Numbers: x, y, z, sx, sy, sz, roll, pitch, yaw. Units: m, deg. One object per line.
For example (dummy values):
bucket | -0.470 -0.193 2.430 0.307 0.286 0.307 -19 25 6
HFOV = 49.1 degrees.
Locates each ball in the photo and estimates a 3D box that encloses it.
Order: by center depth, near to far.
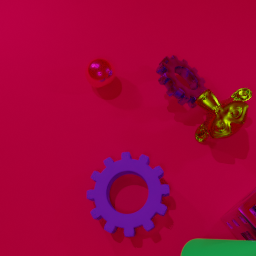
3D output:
ball | -0.746 -1.485 7.565 0.821 0.821 0.821 0 68 0

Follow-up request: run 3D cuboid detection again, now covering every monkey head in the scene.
monkey head | 2.178 -0.376 6.698 1.288 1.079 1.791 44 104 2

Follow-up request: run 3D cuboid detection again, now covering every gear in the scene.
gear | 0.007 1.480 6.363 1.829 0.338 1.829 -3 67 7
gear | 1.434 -1.224 7.309 1.514 0.280 1.514 20 49 -24

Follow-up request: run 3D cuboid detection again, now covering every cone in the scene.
cone | 2.092 2.468 5.167 1.598 1.603 1.598 23 36 -18

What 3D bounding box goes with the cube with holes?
cube with holes | 3.070 1.917 5.808 1.385 1.385 1.385 -35 67 -13
